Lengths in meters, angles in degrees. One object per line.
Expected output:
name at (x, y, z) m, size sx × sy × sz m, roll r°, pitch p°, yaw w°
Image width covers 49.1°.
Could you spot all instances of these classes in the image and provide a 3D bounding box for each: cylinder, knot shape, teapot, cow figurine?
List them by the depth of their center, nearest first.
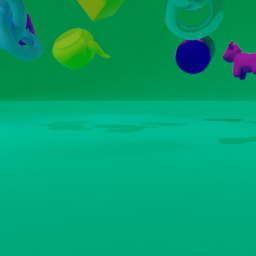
knot shape at (1.123, -2.417, 4.715) m, size 1.434 × 1.532 × 0.708 m, roll -47°, pitch 21°, yaw -7°
knot shape at (-3.027, -2.722, 6.963) m, size 0.936 × 1.895 × 2.025 m, roll -34°, pitch 59°, yaw -16°
teapot at (-1.350, -2.066, 7.548) m, size 1.853 × 1.152 × 0.907 m, roll 4°, pitch -37°, yaw 30°
cow figurine at (3.506, -2.100, 8.481) m, size 0.686 × 1.230 × 1.250 m, roll 9°, pitch -8°, yaw -42°
cylinder at (2.376, -2.623, 9.821) m, size 1.196 × 1.196 × 1.196 m, roll 3°, pitch 27°, yaw 24°

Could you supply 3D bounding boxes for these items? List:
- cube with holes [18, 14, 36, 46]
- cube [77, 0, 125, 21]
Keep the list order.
cube with holes at (-3.347, -2.974, 8.593) m, size 0.844 × 0.844 × 0.844 m, roll -14°, pitch 22°, yaw -10°
cube at (-0.730, -3.787, 7.791) m, size 1.002 × 1.002 × 1.002 m, roll -34°, pitch 5°, yaw 46°
